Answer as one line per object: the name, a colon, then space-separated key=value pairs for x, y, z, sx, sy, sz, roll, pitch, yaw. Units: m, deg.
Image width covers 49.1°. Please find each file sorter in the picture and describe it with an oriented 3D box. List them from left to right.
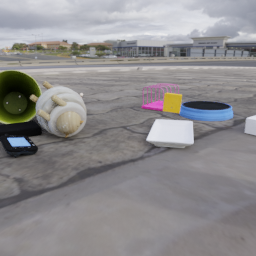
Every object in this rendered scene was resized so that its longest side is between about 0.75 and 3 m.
file sorter: x=1.679 y=-1.617 z=14.147 sx=1.248 sy=1.126 sz=1.796 roll=10 pitch=19 yaw=33

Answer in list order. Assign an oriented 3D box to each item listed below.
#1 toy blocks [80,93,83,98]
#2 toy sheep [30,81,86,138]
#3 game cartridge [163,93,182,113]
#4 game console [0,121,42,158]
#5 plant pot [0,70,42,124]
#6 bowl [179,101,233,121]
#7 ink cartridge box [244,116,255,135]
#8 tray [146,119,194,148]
toy blocks: x=-2.692 y=-1.061 z=13.211 sx=1.013 sy=1.084 sz=0.913 roll=5 pitch=-21 yaw=-28
toy sheep: x=-2.324 y=-0.630 z=9.563 sx=1.810 sy=1.810 sz=2.625 roll=-7 pitch=36 yaw=-24
game cartridge: x=1.704 y=-0.963 z=10.764 sx=0.672 sy=0.762 sz=0.124 roll=10 pitch=29 yaw=12
game console: x=-3.483 y=0.301 z=8.881 sx=1.722 sy=0.352 sz=2.919 roll=-10 pitch=19 yaw=-30
plant pot: x=-4.629 y=-1.102 z=11.424 sx=2.056 sy=2.056 sz=2.198 roll=-6 pitch=0 yaw=-20
bowl: x=3.487 y=-0.815 z=12.565 sx=2.353 sy=0.462 sz=2.353 roll=0 pitch=16 yaw=0
ink cartridge box: x=4.935 y=-0.104 z=9.854 sx=1.374 sy=0.580 sz=0.995 roll=-13 pitch=20 yaw=-38
tray: x=1.482 y=0.170 z=9.448 sx=1.395 sy=0.288 sz=2.598 roll=3 pitch=16 yaw=12
